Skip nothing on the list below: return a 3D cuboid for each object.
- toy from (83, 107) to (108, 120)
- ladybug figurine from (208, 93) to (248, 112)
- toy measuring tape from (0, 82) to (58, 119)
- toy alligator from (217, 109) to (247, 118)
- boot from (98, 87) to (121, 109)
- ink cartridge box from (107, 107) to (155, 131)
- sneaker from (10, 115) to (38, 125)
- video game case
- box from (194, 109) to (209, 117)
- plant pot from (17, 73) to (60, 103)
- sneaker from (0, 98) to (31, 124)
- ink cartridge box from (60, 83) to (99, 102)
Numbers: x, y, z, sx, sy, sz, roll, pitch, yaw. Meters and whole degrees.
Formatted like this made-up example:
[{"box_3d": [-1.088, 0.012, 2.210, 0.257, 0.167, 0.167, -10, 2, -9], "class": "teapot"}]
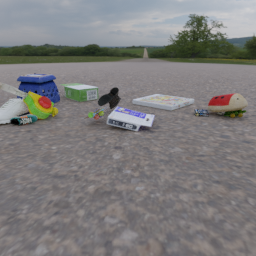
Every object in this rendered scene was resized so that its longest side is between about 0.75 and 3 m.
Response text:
[{"box_3d": [-1.302, -0.568, 12.042, 0.754, 0.309, 1.310, -34, -7, 20], "class": "toy"}, {"box_3d": [4.663, -1.211, 13.352, 1.389, 0.736, 2.046, -16, 8, -35], "class": "ladybug figurine"}, {"box_3d": [-4.388, -1.089, 12.457, 2.968, 1.092, 1.092, 23, -2, -41], "class": "toy measuring tape"}, {"box_3d": [4.917, -0.672, 13.289, 1.306, 0.314, 0.433, -1, 44, 17], "class": "toy alligator"}, {"box_3d": [-0.869, -1.298, 14.027, 1.402, 1.221, 0.485, -40, 68, -18], "class": "boot"}, {"box_3d": [0.172, -0.362, 11.937, 1.805, 0.392, 1.788, 13, 19, 7], "class": "ink cartridge box"}, {"box_3d": [-4.468, -0.301, 11.994, 1.128, 0.403, 0.451, -7, 24, -8], "class": "sneaker"}, {"box_3d": [2.031, -1.523, 16.035, 2.660, 0.304, 2.421, 14, 22, 39], "class": "video game case"}, {"box_3d": [3.593, -0.749, 13.722, 0.636, 0.184, 0.801, 3, 17, 9], "class": "box"}, {"box_3d": [-5.166, -2.231, 16.058, 1.843, 1.657, 1.843, 6, 19, 19], "class": "plant pot"}, {"box_3d": [-5.311, -0.819, 12.650, 0.921, 0.971, 2.411, 9, 21, 20], "class": "sneaker"}, {"box_3d": [-3.133, -2.286, 17.705, 1.356, 0.775, 2.612, -14, 22, -38], "class": "ink cartridge box"}]
